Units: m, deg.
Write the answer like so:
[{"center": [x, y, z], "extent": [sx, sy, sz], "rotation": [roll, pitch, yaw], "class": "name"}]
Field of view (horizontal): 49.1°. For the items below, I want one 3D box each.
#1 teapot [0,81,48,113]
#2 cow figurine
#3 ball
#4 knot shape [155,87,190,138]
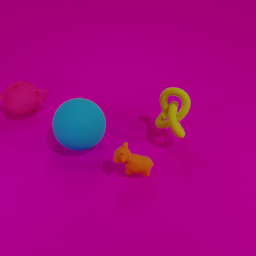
[{"center": [-3.175, -0.966, 8.193], "extent": [1.694, 0.830, 1.054], "rotation": [0, 39, 2], "class": "teapot"}, {"center": [0.142, 0.765, 6.639], "extent": [0.953, 0.938, 0.523], "rotation": [7, 54, 4], "class": "cow figurine"}, {"center": [-1.265, -0.091, 7.298], "extent": [1.363, 1.363, 1.363], "rotation": [0, 46, 0], "class": "ball"}, {"center": [1.187, -0.295, 7.349], "extent": [0.607, 1.313, 1.229], "rotation": [-1, 57, -17], "class": "knot shape"}]
